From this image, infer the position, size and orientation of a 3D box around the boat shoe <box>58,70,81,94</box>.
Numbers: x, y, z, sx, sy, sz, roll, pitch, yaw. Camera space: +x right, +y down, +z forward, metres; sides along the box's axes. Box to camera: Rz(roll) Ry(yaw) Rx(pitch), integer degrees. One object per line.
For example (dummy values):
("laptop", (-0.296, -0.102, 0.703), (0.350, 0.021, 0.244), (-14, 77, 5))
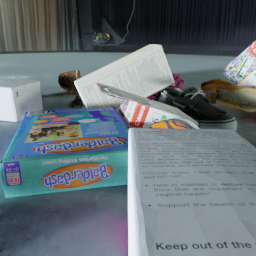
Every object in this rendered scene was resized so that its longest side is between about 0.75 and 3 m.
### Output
("boat shoe", (-2.457, -1.911, 11.799), (0.928, 0.989, 2.748), (-10, 14, -13))

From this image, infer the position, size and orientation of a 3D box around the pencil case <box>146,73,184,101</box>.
("pencil case", (1.419, -1.390, 9.936), (1.025, 1.058, 2.260), (23, 24, 9))

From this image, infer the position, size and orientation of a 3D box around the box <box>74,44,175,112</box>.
("box", (-0.123, -1.328, 8.121), (2.594, 1.232, 1.008), (-26, 23, -6))

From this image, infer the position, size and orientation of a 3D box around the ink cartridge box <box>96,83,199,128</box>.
("ink cartridge box", (0.330, -0.367, 6.523), (2.297, 0.578, 1.252), (15, 14, -17))

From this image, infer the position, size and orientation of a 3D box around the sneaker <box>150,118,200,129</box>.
("sneaker", (0.808, 0.424, 4.827), (1.245, 0.862, 2.222), (-11, 21, -34))

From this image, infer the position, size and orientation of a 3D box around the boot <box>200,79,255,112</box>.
("boot", (3.624, -1.253, 9.566), (2.269, 0.798, 1.624), (6, 28, 12))

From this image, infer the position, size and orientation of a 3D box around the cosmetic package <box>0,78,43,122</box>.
("cosmetic package", (-4.317, -0.959, 8.694), (2.855, 1.017, 1.448), (5, 19, 15))

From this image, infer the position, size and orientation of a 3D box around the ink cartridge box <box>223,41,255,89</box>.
("ink cartridge box", (4.263, -2.144, 8.966), (1.165, 2.138, 0.538), (40, 51, -3))

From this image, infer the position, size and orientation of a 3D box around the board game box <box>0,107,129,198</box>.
("board game box", (-1.091, 0.262, 5.623), (2.178, 0.644, 2.864), (-4, 19, -11))

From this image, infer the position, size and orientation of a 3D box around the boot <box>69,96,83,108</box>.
("boot", (-1.696, -0.879, 9.714), (0.404, 0.311, 0.833), (14, 30, 8))

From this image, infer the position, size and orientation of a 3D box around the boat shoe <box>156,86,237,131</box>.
("boat shoe", (1.653, -0.608, 7.640), (1.041, 1.024, 2.888), (-12, 22, -33))

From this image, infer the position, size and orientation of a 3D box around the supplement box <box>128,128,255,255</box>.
("supplement box", (0.651, 0.996, 2.361), (1.356, 1.328, 2.624), (-1, 18, -2))
